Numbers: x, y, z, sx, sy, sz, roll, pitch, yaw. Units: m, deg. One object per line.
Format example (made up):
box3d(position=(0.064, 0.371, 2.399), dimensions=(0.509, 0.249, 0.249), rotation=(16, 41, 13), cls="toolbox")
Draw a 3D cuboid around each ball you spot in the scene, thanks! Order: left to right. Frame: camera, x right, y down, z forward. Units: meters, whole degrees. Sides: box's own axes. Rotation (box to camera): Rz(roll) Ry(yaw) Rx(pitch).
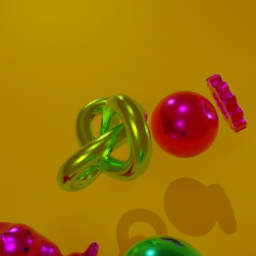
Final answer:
box3d(position=(0.309, 1.416, 2.411), dimensions=(0.922, 0.922, 0.922), rotation=(0, 64, 0), cls="ball")
box3d(position=(1.039, -0.067, 5.195), dimensions=(1.245, 1.245, 1.245), rotation=(0, 64, 0), cls="ball")

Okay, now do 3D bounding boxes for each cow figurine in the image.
box3d(position=(-1.033, 1.647, 3.495), dimensions=(1.307, 1.328, 0.729), rotation=(-12, 39, 23), cls="cow figurine")

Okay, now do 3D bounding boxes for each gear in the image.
box3d(position=(1.692, -0.429, 4.849), dimensions=(0.194, 1.050, 1.050), rotation=(-28, 65, 11), cls="gear")

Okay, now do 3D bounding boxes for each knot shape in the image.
box3d(position=(-0.299, 0.077, 4.186), dimensions=(0.826, 1.789, 1.674), rotation=(35, 37, -24), cls="knot shape")
